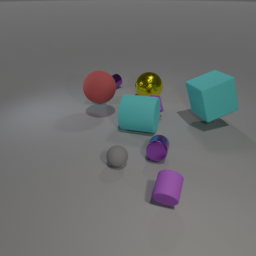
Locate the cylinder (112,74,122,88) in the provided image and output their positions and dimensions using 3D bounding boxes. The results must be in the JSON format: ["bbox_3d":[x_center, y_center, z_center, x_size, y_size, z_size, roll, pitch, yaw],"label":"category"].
[{"bbox_3d":[-0.793,-2.570,15.582,0.700,0.700,0.700,21,43,34],"label":"cylinder"}]

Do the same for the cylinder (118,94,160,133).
[{"bbox_3d":[0.473,-0.579,11.142,1.400,1.400,1.400,7,29,15],"label":"cylinder"}]

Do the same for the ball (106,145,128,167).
[{"bbox_3d":[-0.348,0.903,9.009,0.700,0.700,0.700,0,28,0],"label":"ball"}]

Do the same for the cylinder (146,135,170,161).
[{"bbox_3d":[1.008,0.657,9.360,0.700,0.700,0.700,7,19,12],"label":"cylinder"}]

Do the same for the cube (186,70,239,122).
[{"bbox_3d":[3.339,-1.300,11.179,1.400,1.400,1.400,-22,27,-5],"label":"cube"}]

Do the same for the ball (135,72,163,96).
[{"bbox_3d":[1.049,-2.094,14.007,1.400,1.400,1.400,0,28,0],"label":"ball"}]

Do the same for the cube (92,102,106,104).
[{"bbox_3d":[-1.397,-1.650,13.947,0.700,0.700,0.700,5,28,10],"label":"cube"}]

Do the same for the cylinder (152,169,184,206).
[{"bbox_3d":[1.051,1.556,7.320,0.700,0.700,0.700,9,55,17],"label":"cylinder"}]

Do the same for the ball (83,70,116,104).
[{"bbox_3d":[-1.205,-1.727,11.878,1.400,1.400,1.400,0,28,0],"label":"ball"}]

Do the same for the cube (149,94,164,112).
[{"bbox_3d":[1.032,-0.983,12.225,0.700,0.700,0.700,-20,-13,33],"label":"cube"}]
